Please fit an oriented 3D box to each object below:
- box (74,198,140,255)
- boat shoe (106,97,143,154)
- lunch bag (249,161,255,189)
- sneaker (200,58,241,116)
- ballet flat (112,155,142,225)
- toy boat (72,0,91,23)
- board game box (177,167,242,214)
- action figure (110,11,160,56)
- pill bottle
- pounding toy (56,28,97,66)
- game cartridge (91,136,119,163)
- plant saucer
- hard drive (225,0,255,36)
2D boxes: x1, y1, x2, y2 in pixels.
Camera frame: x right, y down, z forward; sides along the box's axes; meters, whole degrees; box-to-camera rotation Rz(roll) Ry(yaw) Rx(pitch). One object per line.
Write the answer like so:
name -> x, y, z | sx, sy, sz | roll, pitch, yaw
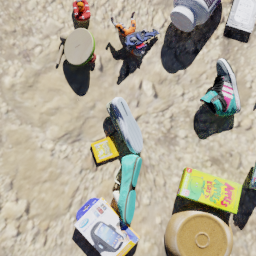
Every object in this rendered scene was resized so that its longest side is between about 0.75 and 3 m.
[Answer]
box -> -0.743, 3.210, 8.940 | 2.024, 0.420, 1.205 | 45, 83, 5
boat shoe -> -0.101, -0.068, 9.408 | 0.712, 0.614, 1.979 | -24, 94, -46
lunch bag -> 4.210, 1.299, 8.740 | 0.521, 1.084, 1.352 | 14, 101, 25
sneaker -> 2.960, -1.263, 9.405 | 1.170, 0.810, 1.938 | -18, 96, -7
ballet flat -> -0.084, 1.941, 9.083 | 0.773, 0.740, 2.197 | 5, 79, 25
toy boat -> -1.687, -4.296, 10.103 | 0.591, 0.592, 0.905 | -14, 81, -2
board game box -> 2.623, 2.015, 9.054 | 1.861, 0.443, 0.946 | 18, 74, 2
action figure -> 0.265, -3.304, 10.005 | 1.625, 0.850, 1.572 | -21, 87, -31
pill bottle -> 2.526, -4.625, 9.758 | 1.383, 1.383, 2.460 | 35, 82, 6
pounding toy -> -1.663, -2.756, 9.887 | 1.639, 0.761, 1.265 | 8, 91, 30
game cartridge -> -0.769, 0.725, 9.496 | 0.814, 0.132, 0.718 | -21, 81, -2
plant saucer -> 2.303, 3.518, 8.856 | 2.217, 0.392, 2.217 | 0, 79, -2
hard drive -> 4.212, -4.174, 10.257 | 0.967, 0.262, 1.385 | 20, 82, 4
